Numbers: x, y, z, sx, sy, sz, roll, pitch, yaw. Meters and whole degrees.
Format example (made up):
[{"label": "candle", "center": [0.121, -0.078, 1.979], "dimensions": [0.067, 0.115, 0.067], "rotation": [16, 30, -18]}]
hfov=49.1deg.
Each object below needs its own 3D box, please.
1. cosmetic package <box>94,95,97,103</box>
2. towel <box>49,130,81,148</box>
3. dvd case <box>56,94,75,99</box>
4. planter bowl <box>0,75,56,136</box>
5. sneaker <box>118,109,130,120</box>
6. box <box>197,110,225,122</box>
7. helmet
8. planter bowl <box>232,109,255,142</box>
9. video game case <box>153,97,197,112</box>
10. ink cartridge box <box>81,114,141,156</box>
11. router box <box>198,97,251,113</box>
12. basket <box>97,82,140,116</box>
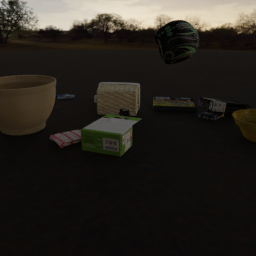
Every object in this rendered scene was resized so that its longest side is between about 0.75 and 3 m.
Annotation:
[{"label": "cosmetic package", "center": [-0.822, -1.543, 14.912], "dimensions": [1.577, 0.407, 1.189], "rotation": [14, 21, 33]}, {"label": "towel", "center": [-2.030, 0.349, 10.118], "dimensions": [1.331, 0.199, 0.974], "rotation": [-12, 23, -36]}, {"label": "dvd case", "center": [-3.579, -1.816, 16.087], "dimensions": [1.032, 0.091, 0.736], "rotation": [-6, 20, -16]}, {"label": "planter bowl", "center": [-4.179, -0.868, 10.868], "dimensions": [2.860, 1.925, 2.860], "rotation": [0, 20, 0]}, {"label": "sneaker", "center": [-0.115, -0.457, 11.640], "dimensions": [0.453, 0.626, 1.282], "rotation": [-3, 22, -16]}, {"label": "box", "center": [3.723, -0.583, 12.553], "dimensions": [0.805, 0.219, 1.005], "rotation": [19, 27, 41]}, {"label": "helmet", "center": [1.237, -2.136, 6.901], "dimensions": [0.998, 1.047, 1.047], "rotation": [-17, 19, 6]}, {"label": "planter bowl", "center": [4.775, 0.001, 10.059], "dimensions": [2.045, 0.852, 2.045], "rotation": [0, 20, 0]}, {"label": "video game case", "center": [2.328, -1.229, 14.246], "dimensions": [2.087, 0.266, 1.886], "rotation": [3, 20, 4]}, {"label": "ink cartridge box", "center": [-0.498, 0.172, 9.754], "dimensions": [1.467, 0.752, 1.985], "rotation": [8, 20, 21]}, {"label": "router box", "center": [4.372, -1.020, 12.838], "dimensions": [1.863, 0.476, 1.389], "rotation": [5, 13, -12]}, {"label": "basket", "center": [-0.451, -1.338, 13.009], "dimensions": [1.980, 1.342, 1.221], "rotation": [2, 22, 4]}]
